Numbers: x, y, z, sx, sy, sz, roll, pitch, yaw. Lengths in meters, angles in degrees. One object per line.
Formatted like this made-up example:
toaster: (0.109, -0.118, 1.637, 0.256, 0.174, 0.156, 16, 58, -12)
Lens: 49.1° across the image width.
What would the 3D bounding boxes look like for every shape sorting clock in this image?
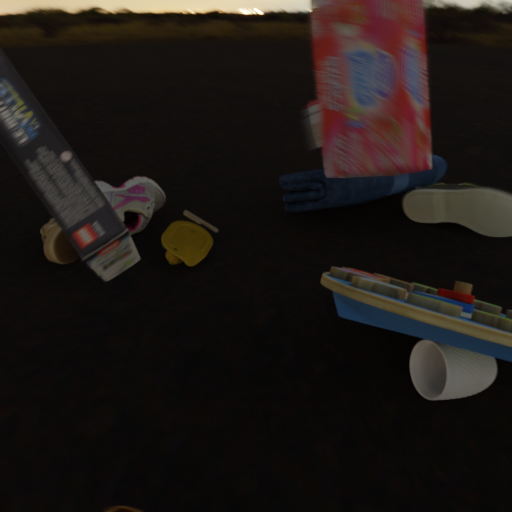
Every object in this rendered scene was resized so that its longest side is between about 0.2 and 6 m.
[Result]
shape sorting clock: (2.622, 0.698, 7.248, 3.643, 0.715, 3.643, 11, 2, 0)

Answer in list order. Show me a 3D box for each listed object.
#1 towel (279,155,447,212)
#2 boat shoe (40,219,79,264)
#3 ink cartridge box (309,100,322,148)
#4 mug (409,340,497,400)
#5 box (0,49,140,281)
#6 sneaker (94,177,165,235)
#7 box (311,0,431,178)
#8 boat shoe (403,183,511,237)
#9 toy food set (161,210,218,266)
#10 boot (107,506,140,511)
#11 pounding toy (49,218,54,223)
towel: (2.459, -1.661, 12.700, 3.581, 0.869, 1.999, -12, 9, -29)
boat shoe: (-3.758, -0.334, 10.752, 0.664, 0.734, 2.058, -8, 18, -1)
ink cartridge box: (1.746, -3.020, 12.407, 1.031, 0.582, 1.405, -10, 33, 10)
mug: (2.498, 1.433, 7.232, 0.893, 0.752, 1.019, 1, -5, -20)
box: (-2.722, -1.321, 7.021, 0.595, 3.425, 1.885, -35, -3, -12)
sneaker: (-2.641, -0.926, 11.689, 1.083, 0.999, 2.455, 46, 28, 11)
box: (2.118, -3.077, 10.101, 1.556, 3.259, 1.625, -2, 6, 33)
boat shoe: (4.476, -1.045, 11.693, 2.723, 0.973, 0.814, 13, 29, 40)
toy food set: (-1.335, -0.207, 10.769, 0.897, 0.498, 1.525, 27, 31, 0)
boot: (-0.561, 2.657, 4.175, 1.633, 1.169, 0.575, 19, 33, 32)
pounding toy: (-3.698, -0.988, 11.934, 0.616, 1.025, 1.328, 38, 39, 12)
